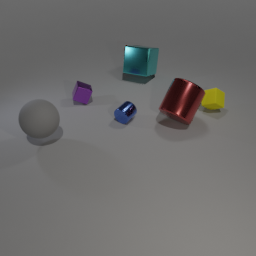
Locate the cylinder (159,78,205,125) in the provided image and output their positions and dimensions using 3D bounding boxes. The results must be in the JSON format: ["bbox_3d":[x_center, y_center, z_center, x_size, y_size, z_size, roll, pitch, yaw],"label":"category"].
[{"bbox_3d":[2.134,-1.049,11.122,1.400,1.400,1.400,27,-2,1],"label":"cylinder"}]

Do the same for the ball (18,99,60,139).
[{"bbox_3d":[-3.144,-0.325,9.954,1.400,1.400,1.400,0,33,0],"label":"ball"}]

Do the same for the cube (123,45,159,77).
[{"bbox_3d":[0.694,-3.590,14.860,1.400,1.400,1.400,14,21,23],"label":"cube"}]

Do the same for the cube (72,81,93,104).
[{"bbox_3d":[-2.101,-1.628,12.821,0.700,0.700,0.700,16,27,-24],"label":"cube"}]

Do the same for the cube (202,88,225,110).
[{"bbox_3d":[3.692,-1.250,12.134,0.700,0.700,0.700,17,-16,-39],"label":"cube"}]

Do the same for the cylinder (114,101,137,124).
[{"bbox_3d":[-0.104,-0.644,11.551,0.700,0.700,0.700,20,45,28],"label":"cylinder"}]
